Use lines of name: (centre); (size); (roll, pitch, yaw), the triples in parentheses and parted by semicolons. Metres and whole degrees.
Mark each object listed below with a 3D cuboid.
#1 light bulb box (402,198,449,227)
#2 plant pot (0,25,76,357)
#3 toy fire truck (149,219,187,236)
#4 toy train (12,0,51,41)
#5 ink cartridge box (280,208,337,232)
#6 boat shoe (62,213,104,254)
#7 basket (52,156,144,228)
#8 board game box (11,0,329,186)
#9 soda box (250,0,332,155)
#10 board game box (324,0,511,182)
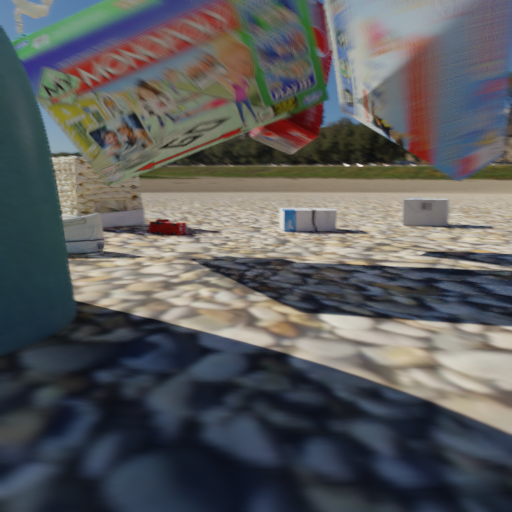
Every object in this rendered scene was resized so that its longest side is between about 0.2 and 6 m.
light bulb box: (4.379, -1.135, 14.434); (1.098, 0.691, 1.107); (3, 8, 21)
plant pot: (-3.212, -0.759, 4.314); (3.388, 2.719, 3.388); (0, 7, 0)
toy fire truck: (-1.901, -0.628, 12.273); (1.144, 0.279, 0.807); (4, 9, 30)
toy train: (-2.668, -3.067, 9.462); (3.178, 2.387, 0.884); (32, 25, -11)
ink cartridge box: (1.185, -0.839, 12.934); (1.214, 0.511, 0.878); (0, 8, -3)
boat shoe: (-3.583, -0.416, 9.071); (2.209, 0.726, 0.795); (1, 8, 5)
basket: (-4.374, -1.667, 14.469); (1.909, 1.737, 2.816); (-8, 12, -42)
board game box: (-1.073, -2.657, 8.145); (3.900, 0.568, 2.624); (-21, -34, 7)
soda box: (0.761, -3.420, 10.542); (0.909, 2.868, 1.004); (21, -22, -23)
board game box: (2.072, -2.861, 7.600); (0.793, 2.838, 2.778); (-30, 44, -12)
